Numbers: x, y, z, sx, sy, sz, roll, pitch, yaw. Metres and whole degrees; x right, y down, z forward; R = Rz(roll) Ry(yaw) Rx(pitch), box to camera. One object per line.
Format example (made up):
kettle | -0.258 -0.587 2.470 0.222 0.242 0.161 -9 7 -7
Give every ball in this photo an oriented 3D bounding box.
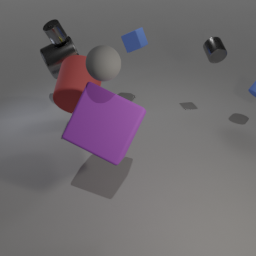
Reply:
ball | -0.487 -1.273 5.533 0.700 0.700 0.700 0 30 0

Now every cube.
cube | 0.272 -3.527 11.254 0.700 0.700 0.700 -11 21 33
cube | -0.491 -0.117 6.743 1.400 1.400 1.400 26 4 4

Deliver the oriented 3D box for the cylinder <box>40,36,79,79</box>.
cylinder | -2.840 -3.034 12.095 1.400 1.400 1.400 -27 34 -3

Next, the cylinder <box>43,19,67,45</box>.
cylinder | -2.916 -3.839 11.207 0.700 0.700 0.700 -13 51 16

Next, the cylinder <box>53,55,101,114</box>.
cylinder | -1.602 -1.382 9.109 1.400 1.400 1.400 3 58 5

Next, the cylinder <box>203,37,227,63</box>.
cylinder | 3.242 -2.903 10.441 0.700 0.700 0.700 -5 57 -9

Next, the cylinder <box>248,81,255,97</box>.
cylinder | 5.031 -1.501 10.497 0.700 0.700 0.700 37 8 -6
